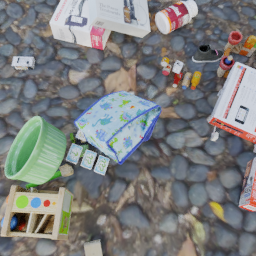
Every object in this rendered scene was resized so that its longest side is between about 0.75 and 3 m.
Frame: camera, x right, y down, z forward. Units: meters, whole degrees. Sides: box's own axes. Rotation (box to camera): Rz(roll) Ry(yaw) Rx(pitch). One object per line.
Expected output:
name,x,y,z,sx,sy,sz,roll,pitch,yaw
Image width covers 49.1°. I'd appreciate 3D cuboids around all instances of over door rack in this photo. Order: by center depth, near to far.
over door rack,4.130,-0.238,10.666,1.777,0.801,2.406,16,60,5

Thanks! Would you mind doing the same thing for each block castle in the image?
block castle,5.220,-2.696,11.349,2.800,1.313,1.871,21,71,6

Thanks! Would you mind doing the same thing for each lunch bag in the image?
lunch bag,-0.228,-0.196,7.920,1.636,1.226,1.925,29,68,40

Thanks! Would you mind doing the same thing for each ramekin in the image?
ramekin,-2.647,0.696,8.156,0.936,1.915,1.915,32,64,-35

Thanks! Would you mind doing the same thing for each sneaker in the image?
sneaker,3.520,-3.212,11.913,1.466,0.727,0.518,-10,66,-11

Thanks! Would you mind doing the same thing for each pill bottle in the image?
pill bottle,2.180,-5.009,12.502,1.757,0.992,0.992,-31,72,-12

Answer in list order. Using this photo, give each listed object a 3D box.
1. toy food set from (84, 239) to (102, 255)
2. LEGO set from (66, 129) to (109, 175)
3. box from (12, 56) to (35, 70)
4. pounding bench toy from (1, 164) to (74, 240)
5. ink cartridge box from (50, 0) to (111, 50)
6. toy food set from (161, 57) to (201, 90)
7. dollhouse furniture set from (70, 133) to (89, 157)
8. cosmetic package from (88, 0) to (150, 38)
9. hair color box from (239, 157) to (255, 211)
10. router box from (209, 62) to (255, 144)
toy food set,-1.131,4.168,9.317,0.550,0.232,0.767,-11,77,-5
LEGO set,-1.178,0.498,10.399,1.551,0.509,2.076,24,68,-13
box,-4.484,-2.787,12.016,0.872,0.262,0.508,0,68,0
pounding bench toy,-2.920,2.357,9.310,1.906,1.518,2.444,4,68,2
ink cartridge box,-1.976,-4.649,12.333,2.381,1.004,1.724,15,68,5
toy food set,2.025,-2.133,11.423,1.706,0.814,0.767,24,70,-6
dollhouse furniture set,-1.816,0.628,10.567,0.582,0.446,0.888,-11,69,-4
cosmetic package,-0.359,-5.130,11.832,2.677,0.692,2.019,1,77,-34
hair color box,4.438,1.950,9.773,0.550,0.955,1.721,19,69,7
router box,4.556,-0.874,10.339,2.310,0.629,2.574,26,72,8
